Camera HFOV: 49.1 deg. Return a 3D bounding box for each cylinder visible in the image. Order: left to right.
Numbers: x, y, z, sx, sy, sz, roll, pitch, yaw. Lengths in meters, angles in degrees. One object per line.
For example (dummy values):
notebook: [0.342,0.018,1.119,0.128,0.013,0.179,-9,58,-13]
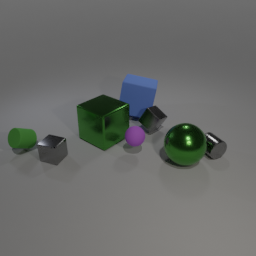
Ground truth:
cylinder: [-3.692,0.363,9.795,0.700,0.700,0.700,20,6,31]
cylinder: [2.925,0.608,9.707,0.700,0.700,0.700,-13,33,-22]

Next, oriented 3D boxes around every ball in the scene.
ball: [0.238,0.281,9.568,0.700,0.700,0.700,0,30,0]
ball: [1.872,0.531,9.169,1.400,1.400,1.400,0,30,0]

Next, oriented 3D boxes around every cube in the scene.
cube: [-2.547,0.729,9.506,0.700,0.700,0.700,11,32,18]
cube: [-0.905,-0.256,10.477,1.400,1.400,1.400,23,37,34]
cube: [0.434,-1.375,12.057,1.400,1.400,1.400,13,25,3]
cube: [0.975,-0.367,10.986,0.700,0.700,0.700,46,33,17]
